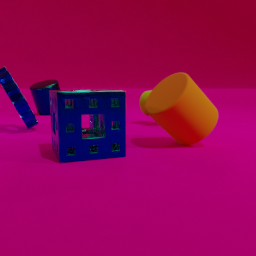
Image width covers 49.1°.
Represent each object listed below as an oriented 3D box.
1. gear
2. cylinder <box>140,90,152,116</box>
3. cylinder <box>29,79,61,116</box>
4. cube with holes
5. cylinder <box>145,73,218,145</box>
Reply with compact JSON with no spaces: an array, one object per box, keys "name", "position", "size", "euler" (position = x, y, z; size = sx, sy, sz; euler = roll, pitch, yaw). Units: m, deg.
[{"name":"gear","position":[-2.939,-0.768,7.405],"size":[0.312,1.688,1.688],"euler":[-31,19,-17]},{"name":"cylinder","position":[0.889,-0.772,8.527],"size":[0.780,0.780,0.780],"euler":[-7,5,-40]},{"name":"cylinder","position":[-3.237,-1.243,11.295],"size":[1.139,1.139,1.139],"euler":[-8,26,4]},{"name":"cube with holes","position":[-0.743,-0.106,4.958],"size":[1.106,1.106,1.106],"euler":[-3,9,-21]},{"name":"cylinder","position":[1.063,-0.368,5.583],"size":[1.057,1.057,1.057],"euler":[41,-12,-27]}]
